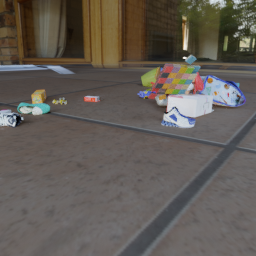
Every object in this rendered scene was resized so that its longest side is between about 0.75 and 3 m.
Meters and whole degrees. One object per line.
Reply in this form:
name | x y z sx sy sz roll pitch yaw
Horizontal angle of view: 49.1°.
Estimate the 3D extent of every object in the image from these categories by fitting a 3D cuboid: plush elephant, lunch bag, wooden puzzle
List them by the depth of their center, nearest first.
wooden puzzle | 1.451 -1.469 8.632 1.184 1.996 0.140 -1 57 -20
plush elephant | 2.578 -2.071 14.115 2.406 1.863 1.982 5 10 10
lunch bag | 4.630 -1.811 14.155 2.215 1.371 1.883 23 10 0

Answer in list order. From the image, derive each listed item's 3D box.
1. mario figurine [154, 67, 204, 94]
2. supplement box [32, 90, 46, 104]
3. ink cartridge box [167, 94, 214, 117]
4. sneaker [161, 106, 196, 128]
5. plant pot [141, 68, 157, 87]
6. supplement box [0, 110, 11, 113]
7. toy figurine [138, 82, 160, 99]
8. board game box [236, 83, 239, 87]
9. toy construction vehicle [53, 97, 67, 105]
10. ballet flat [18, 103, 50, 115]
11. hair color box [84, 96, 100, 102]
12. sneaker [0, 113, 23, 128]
mario figurine | 2.226 -1.950 12.348 2.189 1.160 1.351 16 48 4
supplement box | -4.970 -1.760 15.683 0.534 0.552 1.605 -5 19 -8
ink cartridge box | 2.952 -1.103 12.801 1.384 0.802 2.376 13 16 34
sneaker | 1.941 -0.442 10.808 1.303 0.752 0.526 5 18 15
plant pot | 1.810 -3.711 21.183 1.551 1.451 1.451 -14 16 3
supplement box | -5.184 -0.485 11.582 0.391 0.400 0.773 1 18 7
toy figurine | 1.022 -2.179 16.533 1.082 0.952 1.806 -10 18 -15
board game box | 5.643 -2.365 17.468 2.274 0.673 2.991 7 18 22
toy construction vehicle | -3.647 -1.408 15.080 0.757 0.267 0.659 -5 28 -7
ballet flat | -4.312 -0.819 12.718 1.607 0.541 0.566 5 41 17
hair color box | -2.019 -1.633 15.753 0.800 0.245 0.406 5 17 20
sneaker | -4.652 -0.296 10.622 1.403 0.560 0.913 -2 5 -45
